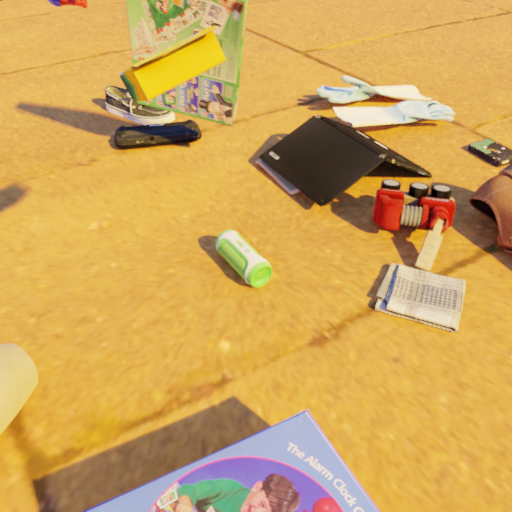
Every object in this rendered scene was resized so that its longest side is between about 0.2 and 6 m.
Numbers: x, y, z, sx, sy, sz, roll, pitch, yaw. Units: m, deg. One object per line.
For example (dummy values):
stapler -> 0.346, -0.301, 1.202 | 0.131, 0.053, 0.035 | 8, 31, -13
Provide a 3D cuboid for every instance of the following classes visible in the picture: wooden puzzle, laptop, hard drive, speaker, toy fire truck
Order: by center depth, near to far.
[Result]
speaker -> -0.229, 0.033, 9.685 | 0.536, 0.536, 1.212 | -22, 43, -25
toy fire truck -> 2.863, -0.585, 10.254 | 1.444, 1.055, 1.640 | 8, 29, 9
laptop -> 1.973, -1.990, 12.358 | 2.745, 1.418, 2.433 | 8, 28, -42
wooden puzzle -> 1.008, -1.987, 12.395 | 1.504, 0.303, 1.625 | -21, 43, -23
hard drive -> 5.508, -2.397, 13.002 | 0.680, 0.184, 0.974 | -19, 43, -22

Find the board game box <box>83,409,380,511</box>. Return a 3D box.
board game box -> 0.338, 3.617, 4.867 | 2.741, 0.913, 4.076 | -18, 42, -21

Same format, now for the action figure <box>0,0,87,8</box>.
action figure -> -3.417, -3.906, 8.157 | 1.778, 0.460, 0.582 | -1, 11, -6

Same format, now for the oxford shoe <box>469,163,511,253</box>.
oxford shoe -> 5.054, -0.262, 9.831 | 1.234, 1.235, 3.462 | -32, 40, 4

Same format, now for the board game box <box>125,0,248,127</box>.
board game box -> -1.319, -3.876, 10.637 | 2.113, 3.140, 0.457 | 15, 62, 0

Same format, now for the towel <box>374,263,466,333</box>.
towel -> 2.706, 0.617, 9.189 | 1.340, 0.231, 1.291 | 14, 41, 18

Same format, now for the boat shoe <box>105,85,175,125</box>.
boat shoe -> -3.049, -3.969, 14.526 | 2.153, 0.735, 0.795 | 25, 45, 28

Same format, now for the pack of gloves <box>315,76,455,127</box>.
pack of gloves -> 3.353, -4.161, 14.477 | 3.266, 0.645, 2.744 | -7, 34, -18

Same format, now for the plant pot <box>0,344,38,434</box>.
plant pot -> -3.568, 1.782, 6.958 | 1.469, 1.469, 1.569 | 19, 29, 22

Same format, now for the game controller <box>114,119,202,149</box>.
game controller -> -2.390, -2.967, 13.632 | 2.087, 0.440, 1.089 | -7, 25, -10

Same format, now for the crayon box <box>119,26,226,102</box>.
crayon box -> -0.837, -1.845, 5.472 | 0.857, 0.343, 1.350 | -30, 21, -9
